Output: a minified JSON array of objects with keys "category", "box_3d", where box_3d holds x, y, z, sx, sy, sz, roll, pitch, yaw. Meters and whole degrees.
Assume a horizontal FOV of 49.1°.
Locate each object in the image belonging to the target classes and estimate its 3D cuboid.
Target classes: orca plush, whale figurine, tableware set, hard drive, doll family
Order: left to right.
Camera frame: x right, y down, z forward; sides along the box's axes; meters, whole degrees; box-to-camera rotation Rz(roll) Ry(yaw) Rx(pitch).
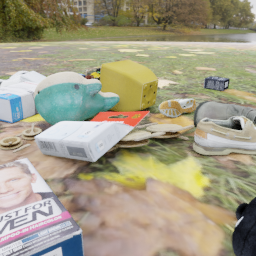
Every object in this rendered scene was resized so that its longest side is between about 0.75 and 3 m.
[{"category":"tableware set","box_3d":[-2.973,0.236,7.847,0.916,0.278,1.386,11,24,27]},{"category":"hard drive","box_3d":[-3.629,-1.918,12.405,1.883,0.247,1.242,26,22,-2]},{"category":"whale figurine","box_3d":[-1.565,-0.737,9.110,2.862,1.485,2.276,8,-26,-45]},{"category":"doll family","box_3d":[-1.818,-2.520,14.239,1.448,0.983,2.504,23,35,37]},{"category":"tableware set","box_3d":[0.565,0.260,7.591,2.333,0.467,1.542,-11,11,-40]},{"category":"orca plush","box_3d":[2.715,1.202,4.391,2.673,0.950,1.406,-7,22,-16]}]

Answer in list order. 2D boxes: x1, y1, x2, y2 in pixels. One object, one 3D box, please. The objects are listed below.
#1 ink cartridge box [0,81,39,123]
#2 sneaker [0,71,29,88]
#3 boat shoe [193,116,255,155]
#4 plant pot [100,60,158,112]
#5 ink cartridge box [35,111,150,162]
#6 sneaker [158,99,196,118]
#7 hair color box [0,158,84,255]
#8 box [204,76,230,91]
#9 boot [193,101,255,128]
[{"category":"ink cartridge box","box_3d":[-3.948,-1.012,10.192,1.562,0.916,2.133,12,23,26]},{"category":"sneaker","box_3d":[-4.938,-1.755,12.383,1.112,1.025,2.780,24,33,19]},{"category":"boat shoe","box_3d":[2.923,0.147,7.259,2.473,0.846,0.924,-4,21,-15]},{"category":"plant pot","box_3d":[0.133,-1.466,10.537,1.742,1.703,1.692,24,31,32]},{"category":"ink cartridge box","box_3d":[-0.854,-0.078,7.200,1.919,0.567,2.398,2,31,39]},{"category":"sneaker","box_3d":[1.672,-0.720,10.105,1.632,0.617,0.715,-7,8,-32]},{"category":"hair color box","box_3d":[-1.743,1.368,4.273,1.213,0.734,2.427,-14,25,-33]},{"category":"box","box_3d":[4.383,-2.212,13.864,1.010,0.527,0.747,17,27,37]},{"category":"boot","box_3d":[3.140,-0.377,8.239,2.316,0.784,1.513,-9,14,-38]}]
